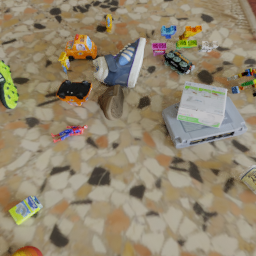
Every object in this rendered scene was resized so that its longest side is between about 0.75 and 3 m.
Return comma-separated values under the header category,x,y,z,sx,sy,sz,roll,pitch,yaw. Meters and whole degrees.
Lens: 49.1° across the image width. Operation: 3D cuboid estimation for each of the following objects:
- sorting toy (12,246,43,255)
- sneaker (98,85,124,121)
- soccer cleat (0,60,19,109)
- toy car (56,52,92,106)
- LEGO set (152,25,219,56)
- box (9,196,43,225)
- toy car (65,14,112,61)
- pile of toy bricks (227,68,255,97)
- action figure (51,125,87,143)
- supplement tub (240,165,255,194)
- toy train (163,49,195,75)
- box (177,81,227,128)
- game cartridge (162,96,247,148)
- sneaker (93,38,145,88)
category,x,y,z,sx,sy,sz,roll,pitch,yaw
sorting toy,-2.675,4.034,6.337,0.969,0.963,2.795,2,53,1
sneaker,-0.671,-0.797,9.785,0.852,0.794,2.255,-17,24,16
soccer cleat,-4.830,-1.546,10.639,0.992,0.827,2.448,-30,59,6
toy car,-1.956,-1.851,10.737,1.306,0.886,2.662,-10,52,4
LEGO set,2.277,-3.763,12.127,2.840,1.165,1.083,-4,84,-8
box,-2.935,2.330,8.063,0.800,0.191,0.488,-35,62,-22
toy car,-1.760,-4.199,12.367,1.465,0.994,2.986,14,56,10
pile of toy bricks,4.688,-1.730,10.300,0.911,1.846,1.024,-20,98,-25
action figure,-1.985,0.140,9.620,1.242,0.321,0.406,-18,53,-16
supplement tub,3.839,1.584,8.345,0.605,0.605,0.835,-29,58,-19
toy train,2.119,-2.734,11.581,0.786,0.588,1.380,-29,58,-30
box,2.505,-0.813,9.490,1.461,0.706,1.289,12,55,9
game cartridge,2.601,-0.308,9.840,2.599,0.526,1.733,-11,58,-8
sneaker,-0.414,-2.822,11.296,1.920,1.057,2.623,13,60,4
